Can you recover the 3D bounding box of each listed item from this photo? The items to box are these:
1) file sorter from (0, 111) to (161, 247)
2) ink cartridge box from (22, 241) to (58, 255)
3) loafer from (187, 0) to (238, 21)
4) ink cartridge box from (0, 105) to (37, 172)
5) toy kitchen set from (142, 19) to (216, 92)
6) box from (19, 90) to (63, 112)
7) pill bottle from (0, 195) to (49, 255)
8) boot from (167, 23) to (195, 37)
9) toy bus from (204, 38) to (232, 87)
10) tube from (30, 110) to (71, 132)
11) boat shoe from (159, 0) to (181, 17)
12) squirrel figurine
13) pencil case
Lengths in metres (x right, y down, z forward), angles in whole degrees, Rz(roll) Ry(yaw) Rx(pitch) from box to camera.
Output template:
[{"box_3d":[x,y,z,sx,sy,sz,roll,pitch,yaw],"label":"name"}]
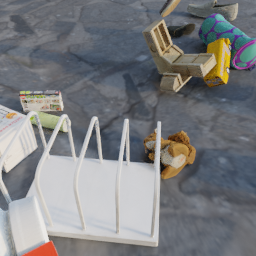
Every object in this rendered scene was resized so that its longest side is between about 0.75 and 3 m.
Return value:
[{"box_3d":[-0.730,0.879,5.588,2.825,1.759,1.960,4,41,4],"label":"file sorter"},{"box_3d":[-1.326,2.858,3.413,1.789,0.628,2.201,-22,81,-23],"label":"ink cartridge box"},{"box_3d":[4.412,-6.293,14.691,2.605,0.909,0.911,14,41,16],"label":"loafer"},{"box_3d":[-3.215,0.174,6.945,1.442,1.043,1.062,20,44,22],"label":"ink cartridge box"},{"box_3d":[1.420,-2.366,9.123,1.602,1.771,1.963,-45,36,-22],"label":"toy kitchen set"},{"box_3d":[-2.598,-0.813,8.431,1.181,0.650,0.205,-1,41,-2],"label":"box"},{"box_3d":[-2.662,2.077,4.371,2.697,1.477,1.477,-16,43,-18],"label":"pill bottle"},{"box_3d":[2.456,-4.730,13.224,1.282,0.497,0.887,-24,41,-27],"label":"boot"},{"box_3d":[3.097,-2.329,9.668,0.615,0.739,1.888,-10,58,42],"label":"toy bus"},{"box_3d":[-2.324,-0.215,7.981,1.431,0.372,0.415,13,3,22],"label":"tube"},{"box_3d":[1.535,-4.426,9.279,0.505,1.559,0.561,42,16,4],"label":"boat shoe"},{"box_3d":[0.999,0.505,6.907,1.222,0.865,1.141,-10,29,-33],"label":"squirrel figurine"},{"box_3d":[3.999,-3.474,11.099,1.374,1.266,2.974,-22,43,-1],"label":"pencil case"}]
